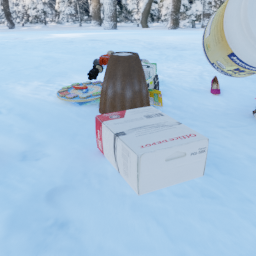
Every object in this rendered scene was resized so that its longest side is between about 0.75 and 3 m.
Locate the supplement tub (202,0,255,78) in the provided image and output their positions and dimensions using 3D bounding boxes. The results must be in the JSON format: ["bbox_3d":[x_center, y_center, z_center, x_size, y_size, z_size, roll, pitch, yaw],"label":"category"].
[{"bbox_3d":[3.210,-2.431,6.890,2.149,2.149,2.977,0,4,0],"label":"supplement tub"}]

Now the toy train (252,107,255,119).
[{"bbox_3d":[4.246,-0.488,8.336,1.000,0.426,0.570,-10,24,20],"label":"toy train"}]

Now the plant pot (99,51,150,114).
[{"bbox_3d":[-0.115,-1.436,8.902,1.724,1.845,1.724,-1,23,0],"label":"plant pot"}]

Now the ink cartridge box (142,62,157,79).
[{"bbox_3d":[0.469,-2.378,12.436,1.390,0.788,1.896,5,24,12],"label":"ink cartridge box"}]

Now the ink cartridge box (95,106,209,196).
[{"bbox_3d":[0.390,0.341,5.937,1.568,0.886,2.137,-10,25,-23],"label":"ink cartridge box"}]

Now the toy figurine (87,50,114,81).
[{"bbox_3d":[-0.718,-2.137,10.901,1.374,1.395,0.971,43,39,-8],"label":"toy figurine"}]

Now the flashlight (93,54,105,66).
[{"bbox_3d":[-1.552,-3.865,16.112,0.609,0.611,1.799,22,23,6],"label":"flashlight"}]

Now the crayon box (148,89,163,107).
[{"bbox_3d":[0.887,-1.065,9.699,0.812,0.511,0.209,17,43,33],"label":"crayon box"}]

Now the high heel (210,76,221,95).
[{"bbox_3d":[3.477,-1.697,11.143,0.395,0.564,1.173,2,23,5],"label":"high heel"}]

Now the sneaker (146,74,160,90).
[{"bbox_3d":[0.686,-1.625,10.838,0.778,0.757,1.954,4,22,31],"label":"sneaker"}]

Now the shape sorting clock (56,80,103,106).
[{"bbox_3d":[-1.568,-1.413,10.418,2.185,0.429,2.185,-6,28,3],"label":"shape sorting clock"}]

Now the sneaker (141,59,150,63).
[{"bbox_3d":[0.115,-3.518,15.317,1.946,0.786,1.124,0,18,-17],"label":"sneaker"}]
